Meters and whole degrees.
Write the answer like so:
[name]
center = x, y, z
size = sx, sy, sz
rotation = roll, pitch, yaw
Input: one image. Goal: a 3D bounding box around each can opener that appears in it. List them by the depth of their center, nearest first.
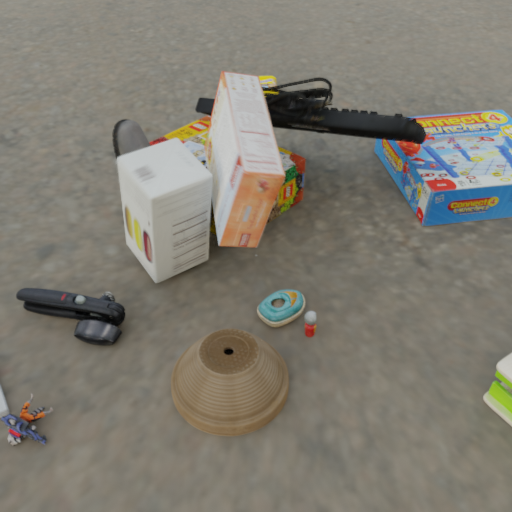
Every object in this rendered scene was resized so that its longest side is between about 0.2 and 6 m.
[can opener]
center = -3.018, 0.835, 9.073
size = 2.001, 0.634, 0.787
rotation = 14, 43, 16

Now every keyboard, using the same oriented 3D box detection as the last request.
[keyboard]
center = 1.049, -3.008, 11.232
size = 4.545, 0.901, 2.366
rotation = 11, 8, 22

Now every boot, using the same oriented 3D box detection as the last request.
[boot]
center = -1.638, -1.522, 10.410
size = 1.499, 2.278, 0.795
rotation = 4, 40, 35

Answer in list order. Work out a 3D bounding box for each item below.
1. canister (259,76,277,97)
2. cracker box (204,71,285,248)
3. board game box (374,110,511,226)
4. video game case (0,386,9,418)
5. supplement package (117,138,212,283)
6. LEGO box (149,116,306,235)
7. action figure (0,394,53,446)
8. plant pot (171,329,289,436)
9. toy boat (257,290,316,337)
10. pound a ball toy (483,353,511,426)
[canister]
center = 0.292, -4.752, 15.902
size = 0.646, 0.376, 0.869
rotation = -3, 42, -4
[cracker box]
center = -0.276, -1.604, 9.293
size = 0.721, 1.673, 2.498
rotation = 3, 51, -17
[board game box]
center = 4.609, -2.029, 12.262
size = 3.128, 0.874, 3.063
rotation = -6, 41, -8
[video game case]
center = -4.344, 2.079, 7.973
size = 1.331, 0.147, 1.212
rotation = -22, 45, -24
[supplement package]
center = -1.513, -0.720, 9.415
size = 1.106, 2.019, 1.148
rotation = -25, 55, -27
[LEGO box]
center = -0.739, -1.677, 11.675
size = 2.844, 1.098, 2.118
rotation = 30, 49, 31
[action figure]
center = -3.084, 2.321, 7.648
size = 0.687, 0.359, 0.665
rotation = 37, 55, 2
[plant pot]
center = -0.388, 1.618, 8.028
size = 1.724, 0.796, 1.724
rotation = -1, 40, 1
[toy boat]
center = 0.585, 0.891, 9.121
size = 0.873, 0.483, 1.039
rotation = -32, 49, -33
[pound a ball toy]
center = 4.125, 1.971, 7.187
size = 0.867, 1.330, 2.040
rotation = -23, 45, -25
